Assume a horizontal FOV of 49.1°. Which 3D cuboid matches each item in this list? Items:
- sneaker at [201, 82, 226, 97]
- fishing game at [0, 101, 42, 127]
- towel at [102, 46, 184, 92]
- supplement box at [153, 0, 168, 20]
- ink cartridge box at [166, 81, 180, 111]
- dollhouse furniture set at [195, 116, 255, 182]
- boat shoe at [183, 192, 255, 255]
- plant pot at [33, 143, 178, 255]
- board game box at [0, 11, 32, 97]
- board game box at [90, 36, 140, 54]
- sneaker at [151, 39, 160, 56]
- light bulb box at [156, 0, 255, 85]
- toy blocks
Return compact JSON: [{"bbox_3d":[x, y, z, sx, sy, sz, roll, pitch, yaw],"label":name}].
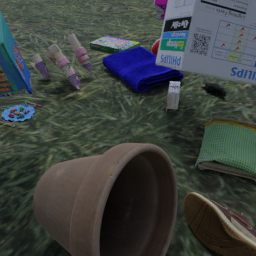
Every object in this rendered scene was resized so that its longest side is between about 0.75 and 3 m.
[{"bbox_3d":[3.044,-1.384,10.008,0.564,0.325,1.081,-4,29,-5],"label":"sneaker"},{"bbox_3d":[-3.459,-0.526,8.829,1.001,0.217,1.398,18,38,20],"label":"fishing game"},{"bbox_3d":[0.509,-2.480,11.222,2.182,0.732,2.955,-18,38,-26],"label":"towel"},{"bbox_3d":[1.305,-3.847,8.453,0.824,0.841,1.628,13,7,10],"label":"supplement box"},{"bbox_3d":[1.494,-1.030,9.193,0.363,0.616,1.071,6,35,9],"label":"ink cartridge box"},{"bbox_3d":[3.316,0.146,6.664,2.995,1.503,1.962,11,36,16],"label":"dollhouse furniture set"},{"bbox_3d":[1.857,1.854,4.999,0.726,0.728,2.018,2,21,-38],"label":"boat shoe"},{"bbox_3d":[-0.503,1.278,4.725,1.952,2.238,2.238,4,31,37],"label":"plant pot"},{"bbox_3d":[-3.250,-1.233,5.525,2.175,0.643,2.860,-7,-7,-12],"label":"board game box"},{"bbox_3d":[-0.652,-4.160,14.090,2.115,0.308,1.423,20,40,27],"label":"board game box"},{"bbox_3d":[2.369,-3.419,12.412,2.685,1.034,1.140,4,39,6],"label":"sneaker"},{"bbox_3d":[2.407,-2.654,7.177,2.651,2.674,1.669,7,14,-18],"label":"light bulb box"},{"bbox_3d":[-2.279,-2.091,10.296,2.006,1.689,1.875,-30,8,-1],"label":"toy blocks"}]
